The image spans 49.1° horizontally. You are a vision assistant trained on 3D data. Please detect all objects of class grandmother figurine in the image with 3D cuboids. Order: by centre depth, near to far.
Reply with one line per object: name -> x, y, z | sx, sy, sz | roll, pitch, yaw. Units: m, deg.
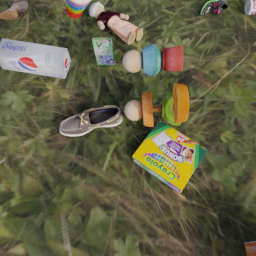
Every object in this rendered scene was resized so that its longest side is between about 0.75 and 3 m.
grandmother figurine -> -0.557, -3.692, 9.750 | 2.158, 0.654, 1.309 | 41, 44, 19

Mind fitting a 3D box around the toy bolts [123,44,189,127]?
toy bolts -> 0.619, -1.070, 7.174 | 1.523, 2.097, 2.195 | -2, 95, 2

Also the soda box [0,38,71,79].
soda box -> -3.022, -2.221, 8.991 | 2.201, 0.698, 0.751 | 10, 66, 5

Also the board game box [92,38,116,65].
board game box -> -0.687, -2.204, 8.103 | 0.558, 0.829, 0.121 | 6, 46, 15

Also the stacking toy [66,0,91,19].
stacking toy -> -1.482, -3.592, 7.923 | 0.778, 1.823, 0.778 | -1, 94, -18

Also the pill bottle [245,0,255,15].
pill bottle -> 4.775, -4.366, 10.057 | 0.980, 0.546, 0.546 | -3, 65, -2

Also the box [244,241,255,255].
box -> 3.499, 3.585, 5.940 | 1.113, 1.420, 2.283 | -3, 65, -1

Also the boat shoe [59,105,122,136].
boat shoe -> -1.103, -0.245, 8.165 | 1.889, 0.562, 0.679 | -11, 66, -5

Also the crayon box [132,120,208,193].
crayon box -> 1.144, 0.761, 7.746 | 1.581, 0.461, 1.364 | 33, 69, 16

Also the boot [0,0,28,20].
boot -> -4.144, -4.349, 10.196 | 1.031, 0.362, 0.754 | -11, 59, -6

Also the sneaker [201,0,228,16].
sneaker -> 3.131, -4.330, 10.107 | 1.142, 0.438, 0.478 | -27, 64, -10
